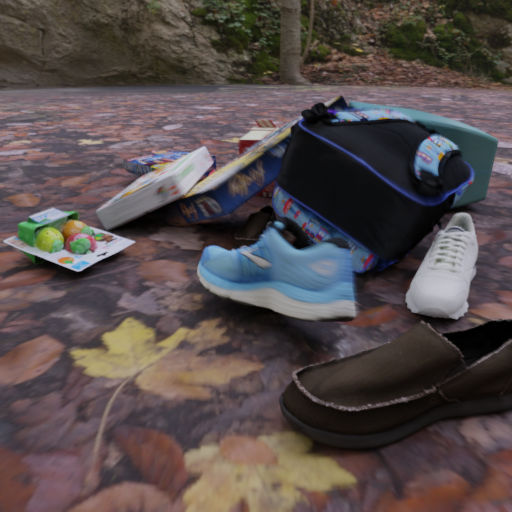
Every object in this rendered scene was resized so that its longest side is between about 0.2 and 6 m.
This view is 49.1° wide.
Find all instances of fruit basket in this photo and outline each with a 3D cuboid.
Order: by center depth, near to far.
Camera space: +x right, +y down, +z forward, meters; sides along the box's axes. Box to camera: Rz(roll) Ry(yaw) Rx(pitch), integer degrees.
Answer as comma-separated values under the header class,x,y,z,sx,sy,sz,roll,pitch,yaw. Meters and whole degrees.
class,x,y,z,sx,sy,sz,roll,pitch,yaw
fruit basket,-3.521,-0.314,10.664,1.801,0.844,1.668,13,25,23

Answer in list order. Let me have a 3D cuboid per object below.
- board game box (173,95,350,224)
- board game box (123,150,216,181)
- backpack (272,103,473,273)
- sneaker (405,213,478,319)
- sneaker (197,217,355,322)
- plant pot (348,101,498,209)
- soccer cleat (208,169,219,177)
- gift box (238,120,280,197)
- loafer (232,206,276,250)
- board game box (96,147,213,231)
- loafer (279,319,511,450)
class,x,y,z,sx,sy,sz,roll,pitch,yaw
board game box,0.118,-2.052,12.283,3.670,0.635,2.486,-38,14,-21
board game box,-2.736,-2.659,16.771,2.205,0.680,2.206,17,28,40
backpack,2.396,-1.509,10.898,3.099,2.284,3.395,38,37,21
sneaker,3.104,0.145,9.184,0.987,1.040,2.583,13,28,20
sneaker,0.302,0.097,8.334,1.177,1.351,3.004,7,2,-45
plant pot,3.955,-2.372,13.922,3.357,2.373,2.371,5,22,0
soccer cleat,-0.883,-1.918,14.610,0.817,0.877,2.396,0,21,4
gift box,0.395,-2.689,15.366,1.951,1.800,1.822,10,25,14
loafer,-0.033,-0.575,11.509,0.687,0.671,1.881,5,22,13
board game box,-2.303,-1.695,13.439,2.023,0.555,3.204,-22,17,15
loafer,1.723,1.233,6.331,3.118,1.112,1.138,-8,23,-19
